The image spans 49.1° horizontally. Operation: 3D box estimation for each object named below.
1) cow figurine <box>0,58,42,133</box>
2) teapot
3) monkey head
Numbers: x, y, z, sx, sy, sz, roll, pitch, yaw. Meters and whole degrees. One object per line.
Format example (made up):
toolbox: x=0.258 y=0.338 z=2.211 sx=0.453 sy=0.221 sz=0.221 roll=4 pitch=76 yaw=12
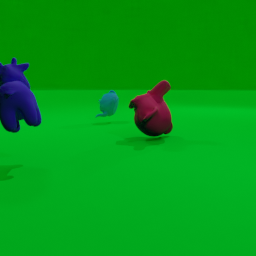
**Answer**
cow figurine: x=-1.529 y=-0.484 z=3.754 sx=0.591 sy=1.059 sz=1.076 roll=-18 pitch=3 yaw=-14
teapot: x=-0.611 y=-0.684 z=8.259 sx=0.547 sy=1.117 sz=0.694 roll=17 pitch=-32 yaw=8
monkey head: x=0.587 y=-0.357 z=5.588 sx=0.882 sy=1.054 sz=1.464 roll=53 pitch=11 yaw=24
